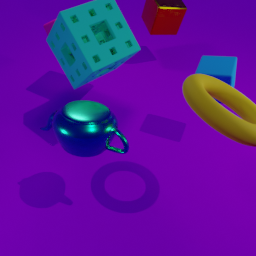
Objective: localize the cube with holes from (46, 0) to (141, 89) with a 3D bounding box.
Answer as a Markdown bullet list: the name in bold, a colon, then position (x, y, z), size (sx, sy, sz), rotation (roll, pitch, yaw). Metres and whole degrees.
- **cube with holes**: position (-0.845, -1.958, 6.570), size (1.357, 1.357, 1.357), rotation (-33, 97, -28)

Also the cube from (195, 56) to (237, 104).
- **cube**: position (2.212, -1.222, 7.059), size (0.857, 0.857, 0.857), rotation (9, 47, 23)

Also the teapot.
- **teapot**: position (-0.798, 0.048, 4.891), size (1.785, 0.874, 1.110), rotation (18, 31, 16)

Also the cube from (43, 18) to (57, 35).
- **cube**: position (-1.316, -2.772, 8.278), size (1.379, 1.379, 1.379), rotation (-5, 32, 36)

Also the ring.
- **ring**: position (1.621, -0.331, 4.575), size (1.649, 0.330, 1.649), rotation (22, 32, -15)

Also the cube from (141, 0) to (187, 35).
- **cube**: position (1.270, -4.155, 10.116), size (1.113, 1.113, 1.113), rotation (-7, 56, -20)
